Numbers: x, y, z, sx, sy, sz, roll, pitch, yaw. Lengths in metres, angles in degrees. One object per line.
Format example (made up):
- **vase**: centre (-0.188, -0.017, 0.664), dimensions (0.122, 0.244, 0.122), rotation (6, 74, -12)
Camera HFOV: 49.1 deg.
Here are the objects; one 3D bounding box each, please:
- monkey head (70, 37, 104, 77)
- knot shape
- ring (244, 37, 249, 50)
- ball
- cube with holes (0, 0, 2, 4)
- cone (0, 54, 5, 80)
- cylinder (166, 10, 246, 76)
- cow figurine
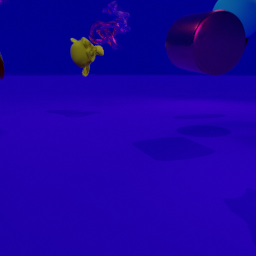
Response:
- **monkey head**: centre (-1.641, -2.931, 11.077), dimensions (1.000, 1.659, 1.193), rotation (-24, -7, 40)
- **knot shape**: centre (-0.792, -3.448, 10.519), dimensions (1.291, 0.596, 1.208), rotation (1, -35, 41)
- **ring**: centre (3.412, -3.275, 9.928), dimensions (1.895, 1.895, 0.379), rotation (-2, 12, -12)
- **ball**: centre (2.993, -3.086, 7.714), dimensions (1.326, 1.326, 1.326), rotation (0, 12, 0)
- **cube with holes**: centre (-3.005, -2.023, 4.575), dimensions (1.222, 1.222, 1.222), rotation (38, 1, -32)
- **cone**: centre (-3.804, -1.568, 6.758), dimensions (1.134, 1.130, 1.130), rotation (-28, 27, -37)
- **cylinder**: centre (1.616, -1.821, 6.024), dimensions (1.237, 1.237, 1.237), rotation (-4, 18, -17)
- **cow figurine**: centre (-0.463, -4.254, 10.840), dimensions (1.126, 1.144, 0.628), rotation (26, 49, 35)
